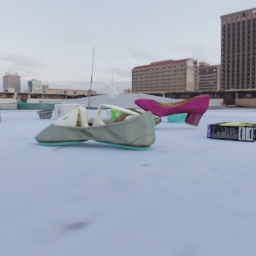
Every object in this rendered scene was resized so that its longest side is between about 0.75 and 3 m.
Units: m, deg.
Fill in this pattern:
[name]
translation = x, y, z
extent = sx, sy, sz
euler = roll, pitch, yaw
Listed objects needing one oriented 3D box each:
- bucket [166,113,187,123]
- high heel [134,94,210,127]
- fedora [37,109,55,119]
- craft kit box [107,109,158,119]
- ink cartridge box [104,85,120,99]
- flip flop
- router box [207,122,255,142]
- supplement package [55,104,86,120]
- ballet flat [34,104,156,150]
[bucket]
translation = 2.402, -0.673, 13.123
extent = 1.288, 0.838, 1.288
euler = 0, 4, 0
[high heel]
translation = 1.491, -0.909, 9.432
extent = 2.443, 1.174, 0.824
euler = 14, 20, -13
[fedora]
translation = -4.815, -0.795, 16.519
extent = 0.997, 0.509, 1.127
euler = 0, 13, 25
[craft kit box]
translation = 0.189, -0.863, 17.032
extent = 2.692, 0.661, 2.726
euler = -4, 5, -12
[ink cartridge box]
translation = -0.723, -1.617, 12.676
extent = 0.610, 0.351, 0.836
euler = 42, 7, 0
[flip flop]
translation = -0.108, -0.322, 9.396
extent = 2.500, 0.720, 1.014
euler = 2, 5, 5
[router box]
translation = 2.724, 0.065, 6.959
extent = 1.078, 0.358, 1.371
euler = 3, 6, 36
[supplement package]
translation = -3.151, -0.884, 15.368
extent = 0.885, 0.882, 1.510
euler = 4, 7, 38
[ballet flat]
translation = -0.706, -0.060, 5.572
extent = 2.606, 0.830, 0.878
euler = 2, 8, 21
